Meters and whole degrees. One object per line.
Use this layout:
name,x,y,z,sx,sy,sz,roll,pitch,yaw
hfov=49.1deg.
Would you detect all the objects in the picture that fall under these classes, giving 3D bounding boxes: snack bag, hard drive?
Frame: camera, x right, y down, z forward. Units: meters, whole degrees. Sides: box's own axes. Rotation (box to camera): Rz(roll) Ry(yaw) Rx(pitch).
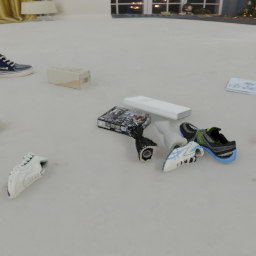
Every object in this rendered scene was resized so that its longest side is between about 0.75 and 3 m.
snack bag,6.444,-2.302,15.382,1.903,0.216,2.018,12,31,20
hard drive,1.300,-0.927,12.250,2.552,0.335,1.683,19,19,28

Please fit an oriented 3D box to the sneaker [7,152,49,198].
sneaker,-2.919,1.350,8.218,0.736,0.682,1.815,11,30,2

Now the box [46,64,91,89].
box,-3.340,-2.919,15.794,2.295,0.892,1.090,15,32,25

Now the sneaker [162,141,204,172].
sneaker,1.786,0.946,8.983,1.710,0.615,0.620,-25,46,-33

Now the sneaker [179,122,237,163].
sneaker,2.791,0.296,9.748,0.839,0.980,2.366,-17,33,-31

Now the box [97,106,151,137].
box,-0.140,-0.300,11.417,1.773,0.441,1.398,15,32,25

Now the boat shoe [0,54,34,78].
boat shoe,-7.338,-3.865,17.029,2.990,1.386,1.116,-13,31,-21

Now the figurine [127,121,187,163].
figurine,0.954,0.302,9.765,1.702,0.733,1.660,-9,36,-12
